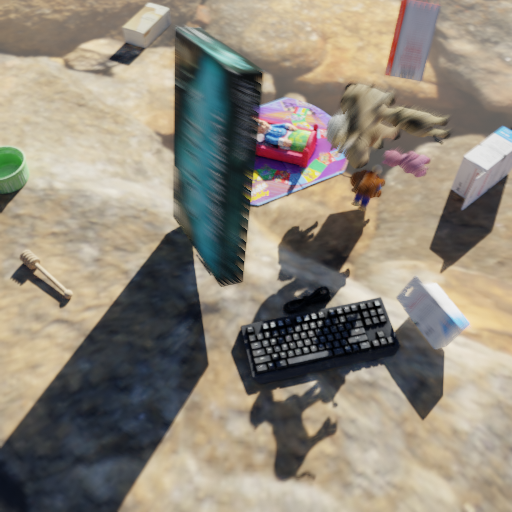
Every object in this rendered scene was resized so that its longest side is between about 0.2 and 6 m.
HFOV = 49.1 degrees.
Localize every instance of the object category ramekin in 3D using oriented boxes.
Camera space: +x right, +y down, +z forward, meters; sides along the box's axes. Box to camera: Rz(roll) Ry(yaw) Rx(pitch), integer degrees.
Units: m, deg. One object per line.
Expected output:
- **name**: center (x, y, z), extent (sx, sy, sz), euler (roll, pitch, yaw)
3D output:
- **ramekin**: center (-4.657, -1.572, 10.361), extent (0.890, 0.435, 0.890), euler (0, 54, 0)

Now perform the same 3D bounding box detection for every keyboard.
- **keyboard**: center (0.917, 1.084, 8.550), extent (2.255, 0.289, 1.354), euler (-10, 55, -8)

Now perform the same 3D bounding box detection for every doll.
- **doll**: center (1.984, -1.215, 9.843), extent (0.576, 0.205, 0.844), euler (29, 82, -25)

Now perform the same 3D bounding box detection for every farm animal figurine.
- **farm animal figurine**: center (1.815, -1.940, 8.815), extent (1.058, 2.028, 2.006), euler (1, 59, -29)

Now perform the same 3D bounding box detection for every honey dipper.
- **honey dipper**: center (-3.409, 0.322, 9.159), extent (1.194, 0.227, 0.227), euler (36, 62, 18)

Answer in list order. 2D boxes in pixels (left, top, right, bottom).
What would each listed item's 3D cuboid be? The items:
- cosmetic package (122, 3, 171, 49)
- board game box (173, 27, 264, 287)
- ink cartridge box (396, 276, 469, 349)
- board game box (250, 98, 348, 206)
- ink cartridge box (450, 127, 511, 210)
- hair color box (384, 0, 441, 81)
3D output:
- **cosmetic package**: center (-2.558, -5.414, 13.152), extent (0.607, 0.410, 1.154), euler (20, 57, 14)
- **board game box**: center (-0.688, -1.441, 8.223), extent (0.449, 3.189, 2.157), euler (-11, 37, -24)
- **ink cartridge box**: center (2.642, 0.823, 8.448), extent (0.338, 0.579, 0.998), euler (-4, 50, -38)
- **board game box**: center (0.290, -2.277, 10.772), extent (3.090, 0.602, 2.441), euler (-23, 57, -15)
- **ink cartridge box**: center (4.080, -1.574, 10.099), extent (1.491, 0.864, 0.497), euler (-35, 61, -22)
- **hair color box**: center (2.752, -3.797, 9.912), extent (0.638, 1.257, 0.385), euler (8, 20, -7)
